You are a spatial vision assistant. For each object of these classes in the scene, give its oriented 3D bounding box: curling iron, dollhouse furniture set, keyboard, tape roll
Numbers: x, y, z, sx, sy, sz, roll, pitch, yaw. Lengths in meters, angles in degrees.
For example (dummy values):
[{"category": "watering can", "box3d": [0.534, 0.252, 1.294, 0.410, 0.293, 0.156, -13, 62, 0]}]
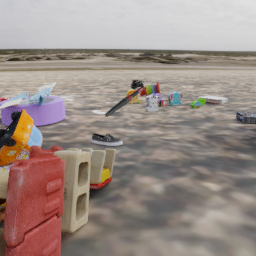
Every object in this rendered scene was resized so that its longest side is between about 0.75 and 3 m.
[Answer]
[{"category": "curling iron", "box3d": [-0.115, -1.091, 10.304, 0.530, 0.273, 2.137, 33, 61, 17]}, {"category": "dollhouse furniture set", "box3d": [-1.290, 0.870, 3.554, 1.597, 1.207, 2.967, 3, -2, 11]}, {"category": "keyboard", "box3d": [-1.662, 0.694, 5.551, 2.303, 0.123, 0.648, -10, 18, -35]}, {"category": "tape roll", "box3d": [-3.104, -0.595, 9.218, 1.991, 0.653, 1.991, -2, 15, 0]}]

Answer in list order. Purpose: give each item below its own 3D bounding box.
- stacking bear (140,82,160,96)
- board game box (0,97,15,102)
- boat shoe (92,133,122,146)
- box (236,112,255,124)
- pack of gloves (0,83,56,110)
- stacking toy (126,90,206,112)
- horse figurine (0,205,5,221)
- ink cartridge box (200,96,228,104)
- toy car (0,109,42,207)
[{"category": "stacking bear", "box3d": [1.054, -1.905, 14.228, 1.105, 0.629, 0.671, -8, 18, 11]}, {"category": "board game box", "box3d": [-5.197, -1.215, 12.253, 1.171, 0.289, 1.482, -8, 18, -28]}, {"category": "boat shoe", "box3d": [-0.522, 0.255, 6.877, 0.810, 0.268, 0.283, 7, 17, 23]}, {"category": "box", "box3d": [4.106, -0.334, 9.107, 0.931, 0.232, 0.734, 0, 15, 1]}, {"category": "pack of gloves", "box3d": [-3.000, -0.875, 8.648, 1.522, 0.357, 1.812, -18, 21, -1]}, {"category": "stacking toy", "box3d": [1.545, -1.246, 11.711, 2.763, 0.649, 2.084, -5, 16, -19]}, {"category": "horse figurine", "box3d": [-1.965, 1.062, 3.834, 1.234, 0.308, 0.818, 14, 20, 41]}, {"category": "ink cartridge box", "box3d": [3.763, -1.260, 12.514, 0.894, 0.227, 1.014, -11, 18, -38]}, {"category": "toy car", "box3d": [-1.934, 0.728, 4.810, 0.851, 1.254, 2.557, 31, 21, -30]}]
